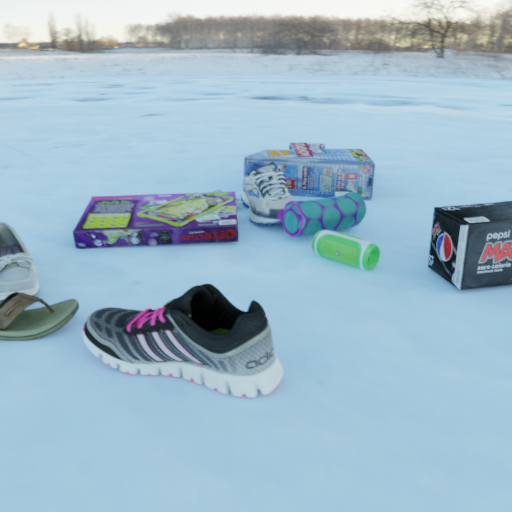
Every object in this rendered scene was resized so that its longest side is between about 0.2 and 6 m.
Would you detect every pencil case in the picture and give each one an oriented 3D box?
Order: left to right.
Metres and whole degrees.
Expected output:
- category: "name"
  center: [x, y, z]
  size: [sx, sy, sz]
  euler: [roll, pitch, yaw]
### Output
- category: "pencil case"
  center: [1.428, -0.884, 11.864]
  size: [1.804, 0.768, 0.834]
  euler: [-11, 28, -31]

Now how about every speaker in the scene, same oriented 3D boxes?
- category: "speaker"
  center: [1.669, -0.121, 10.517]
  size: [1.241, 0.549, 0.549]
  euler: [19, 29, 38]

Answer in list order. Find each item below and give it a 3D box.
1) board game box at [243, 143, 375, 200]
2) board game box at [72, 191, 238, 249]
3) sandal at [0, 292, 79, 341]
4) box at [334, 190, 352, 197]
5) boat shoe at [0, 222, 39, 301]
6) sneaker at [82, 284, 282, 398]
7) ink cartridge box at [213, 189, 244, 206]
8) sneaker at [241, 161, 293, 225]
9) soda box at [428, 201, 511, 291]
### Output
- category: "board game box"
  center: [1.280, -2.473, 15.487]
  size: [3.283, 1.013, 3.285]
  euler: [0, 23, -2]
- category: "board game box"
  center: [-2.045, -0.817, 12.038]
  size: [3.293, 0.532, 1.976]
  euler: [-2, 32, -2]
- category: "sandal"
  center: [-3.621, 0.846, 8.174]
  size: [1.976, 0.564, 0.785]
  euler: [-5, 23, -11]
- category: "box"
  center: [2.170, -1.333, 13.742]
  size: [0.449, 0.268, 1.091]
  euler: [1, 23, 3]
- category: "boat shoe"
  center: [-4.305, 0.103, 9.690]
  size: [0.870, 0.757, 2.361]
  euler: [-10, 25, -21]
- category: "sneaker"
  center: [-0.998, 0.884, 7.218]
  size: [2.814, 1.231, 1.038]
  euler: [9, 25, 21]
- category: "ink cartridge box"
  center: [-0.996, -1.274, 13.578]
  size: [1.022, 0.207, 1.020]
  euler: [-19, 36, -38]
- category: "sneaker"
  center: [0.227, -1.522, 13.003]
  size: [1.074, 1.187, 2.788]
  euler: [-8, 24, -18]
- category: "soda box"
  center: [4.972, -0.291, 9.961]
  size: [3.579, 1.266, 1.133]
  euler: [-5, 21, -11]
